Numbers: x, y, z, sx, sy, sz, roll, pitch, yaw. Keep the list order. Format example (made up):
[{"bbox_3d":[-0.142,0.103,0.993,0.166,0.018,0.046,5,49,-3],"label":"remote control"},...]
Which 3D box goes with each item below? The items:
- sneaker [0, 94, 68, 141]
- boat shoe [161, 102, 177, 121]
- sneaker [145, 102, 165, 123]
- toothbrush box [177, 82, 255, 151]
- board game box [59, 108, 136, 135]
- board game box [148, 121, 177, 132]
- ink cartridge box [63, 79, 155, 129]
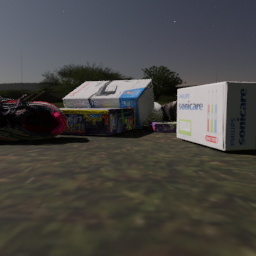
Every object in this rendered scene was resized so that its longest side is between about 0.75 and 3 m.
[{"bbox_3d":[-2.827,-0.270,6.373,2.893,1.166,1.080,-1,7,-22],"label":"sneaker"},{"bbox_3d":[1.932,-0.674,13.799,1.003,1.020,2.737,-9,-5,5],"label":"boat shoe"},{"bbox_3d":[0.126,-0.494,12.263,2.803,1.058,1.613,4,21,29],"label":"sneaker"},{"bbox_3d":[2.783,-0.301,5.988,2.905,1.250,2.115,0,4,-13],"label":"toothbrush box"},{"bbox_3d":[-1.352,-0.249,8.702,2.653,0.752,2.193,1,6,21],"label":"board game box"},{"bbox_3d":[1.913,-0.075,9.298,2.327,0.376,1.397,0,0,-3],"label":"board game box"},{"bbox_3d":[-0.661,-0.961,10.722,2.928,1.233,2.117,1,26,19],"label":"ink cartridge box"}]
